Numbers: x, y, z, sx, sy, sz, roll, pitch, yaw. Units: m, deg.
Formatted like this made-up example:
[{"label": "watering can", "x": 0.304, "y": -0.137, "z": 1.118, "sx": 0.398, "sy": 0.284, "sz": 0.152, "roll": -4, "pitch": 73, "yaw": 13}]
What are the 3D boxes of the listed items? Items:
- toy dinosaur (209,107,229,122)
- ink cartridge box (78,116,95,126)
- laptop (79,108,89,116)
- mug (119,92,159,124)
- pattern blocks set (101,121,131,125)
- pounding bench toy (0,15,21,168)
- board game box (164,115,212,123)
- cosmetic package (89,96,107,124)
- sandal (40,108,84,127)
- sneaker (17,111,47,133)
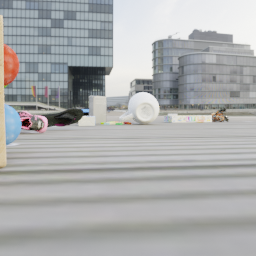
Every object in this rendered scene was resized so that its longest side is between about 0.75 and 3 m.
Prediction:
[{"label": "toy dinosaur", "x": 4.973, "y": -0.674, "z": 15.626, "sx": 1.085, "sy": 0.817, "sz": 1.599, "roll": -17, "pitch": 30, "yaw": -16}, {"label": "ink cartridge box", "x": -1.562, "y": -0.273, "z": 10.663, "sx": 0.628, "sy": 0.364, "sz": 1.081, "roll": 0, "pitch": 3, "yaw": -7}, {"label": "laptop", "x": -2.030, "y": -0.863, "z": 14.059, "sx": 1.889, "sy": 1.101, "sz": 2.131, "roll": -1, "pitch": -17, "yaw": -3}, {"label": "mug", "x": 0.465, "y": -0.706, "z": 11.841, "sx": 1.778, "sy": 1.312, "sz": 1.559, "roll": -23, "pitch": 11, "yaw": 3}, {"label": "pattern blocks set", "x": -0.516, "y": -0.219, "z": 12.032, "sx": 1.324, "sy": 0.122, "sz": 1.506, "roll": 0, "pitch": 3, "yaw": -3}, {"label": "pounding bench toy", "x": -2.038, "y": -0.323, "z": 2.837, "sx": 1.586, "sy": 1.263, "sz": 2.034, "roll": -2, "pitch": 3, "yaw": -31}, {"label": "board game box", "x": 3.085, "y": -0.477, "z": 14.625, "sx": 2.099, "sy": 0.359, "sz": 1.411, "roll": -1, "pitch": 3, "yaw": -10}, {"label": "cosmetic package", "x": -1.345, "y": -0.794, "z": 12.413, "sx": 0.667, "sy": 1.249, "sz": 0.563, "roll": 1, "pitch": 5, "yaw": -32}, {"label": "sandal", "x": -1.792, "y": -0.202, "z": 7.579, "sx": 1.283, "sy": 0.482, "sz": 0.307, "roll": -14, "pitch": 40, "yaw": -20}, {"label": "sneaker", "x": -2.443, "y": -0.148, "z": 6.449, "sx": 1.181, "sy": 0.466, "sz": 0.563, "roll": 6, "pitch": 4, "yaw": 28}]
